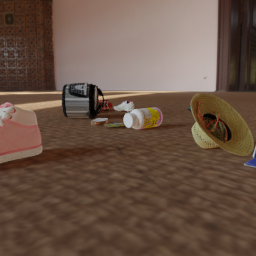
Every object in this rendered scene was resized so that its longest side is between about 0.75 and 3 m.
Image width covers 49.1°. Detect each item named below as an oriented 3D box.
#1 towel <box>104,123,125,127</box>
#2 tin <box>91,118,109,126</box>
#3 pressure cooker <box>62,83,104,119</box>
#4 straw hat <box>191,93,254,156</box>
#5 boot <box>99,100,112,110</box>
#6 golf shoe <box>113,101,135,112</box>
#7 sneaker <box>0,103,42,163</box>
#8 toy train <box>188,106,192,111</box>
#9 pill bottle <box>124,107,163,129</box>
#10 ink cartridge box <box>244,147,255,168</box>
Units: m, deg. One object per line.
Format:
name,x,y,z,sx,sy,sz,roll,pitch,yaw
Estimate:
towel,-0.353,-0.134,9.986,0.686,0.109,0.955,-2,4,28
tin,-1.066,-0.240,10.736,0.566,0.212,1.011,6,10,9
pressure cooker,-1.939,-1.216,12.385,1.760,1.548,1.572,1,8,-2
straw hat,2.024,0.075,6.788,1.919,1.919,0.812,-9,-29,-41
boot,-1.651,-1.236,14.861,1.636,0.821,2.268,1,6,-2
golf shoe,-0.204,-1.173,15.018,1.299,0.595,0.489,4,11,29
sneaker,-2.796,0.127,5.575,0.879,1.220,2.335,10,15,36
toy train,2.988,-0.724,12.120,0.327,0.244,1.430,22,9,-16
pill bottle,0.517,-0.329,9.712,1.333,0.695,0.695,-9,13,-37
ink cartridge box,3.672,0.546,5.416,2.053,0.417,2.049,-9,13,-42
